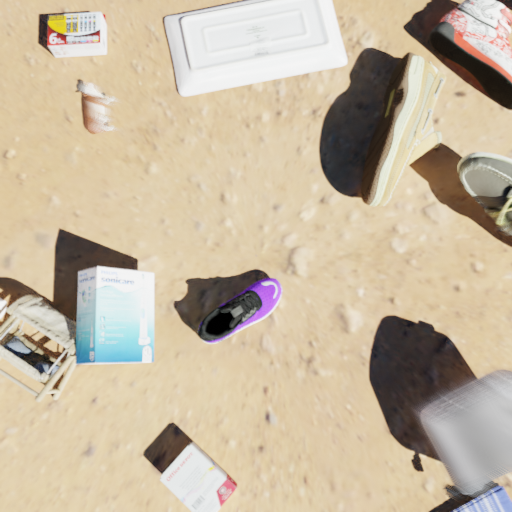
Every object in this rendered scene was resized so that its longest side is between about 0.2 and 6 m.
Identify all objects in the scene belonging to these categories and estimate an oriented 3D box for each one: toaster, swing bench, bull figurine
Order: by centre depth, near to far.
[{"bbox_3d":[3.797,2.912,9.362,2.245,1.276,1.450,-38,70,27],"label":"toaster"},{"bbox_3d":[-3.874,1.611,9.987,1.421,0.927,1.429,30,80,6],"label":"swing bench"},{"bbox_3d":[-3.130,-2.918,11.109,0.603,0.324,0.994,3,96,27],"label":"bull figurine"}]

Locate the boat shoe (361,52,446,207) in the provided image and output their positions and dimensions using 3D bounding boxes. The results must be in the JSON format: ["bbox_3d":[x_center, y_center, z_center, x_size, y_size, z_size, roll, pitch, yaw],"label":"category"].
[{"bbox_3d":[2.975,-2.329,10.733,1.232,1.159,3.234,21,79,-8],"label":"boat shoe"}]

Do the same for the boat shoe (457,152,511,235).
[{"bbox_3d":[4.808,-0.831,10.091,2.779,0.993,0.831,36,48,0],"label":"boat shoe"}]

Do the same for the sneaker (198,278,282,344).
[{"bbox_3d":[-0.271,1.007,10.115,1.797,0.894,0.625,-35,80,-6],"label":"sneaker"}]

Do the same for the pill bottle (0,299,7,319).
[{"bbox_3d":[-5.314,0.733,10.239,1.399,0.775,0.775,26,80,4],"label":"pill bottle"}]

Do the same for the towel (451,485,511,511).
[{"bbox_3d":[3.823,4.921,9.721,1.732,0.207,1.254,-26,82,-4],"label":"towel"}]

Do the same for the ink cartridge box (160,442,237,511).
[{"bbox_3d":[-0.995,3.923,9.751,1.104,0.457,0.804,42,82,8],"label":"ink cartridge box"}]

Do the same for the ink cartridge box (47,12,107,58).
[{"bbox_3d":[-3.659,-4.628,11.473,1.087,0.456,0.955,-4,78,0],"label":"ink cartridge box"}]

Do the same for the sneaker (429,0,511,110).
[{"bbox_3d":[4.853,-4.118,11.165,2.553,0.853,1.368,43,84,11],"label":"sneaker"}]

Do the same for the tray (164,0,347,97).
[{"bbox_3d":[-0.022,-4.503,11.488,3.548,0.393,1.905,-12,80,-2],"label":"tray"}]

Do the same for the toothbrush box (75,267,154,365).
[{"bbox_3d":[-2.472,1.075,9.888,0.701,1.203,1.643,-11,77,43],"label":"toothbrush box"}]
